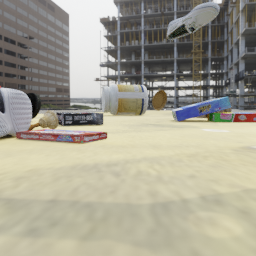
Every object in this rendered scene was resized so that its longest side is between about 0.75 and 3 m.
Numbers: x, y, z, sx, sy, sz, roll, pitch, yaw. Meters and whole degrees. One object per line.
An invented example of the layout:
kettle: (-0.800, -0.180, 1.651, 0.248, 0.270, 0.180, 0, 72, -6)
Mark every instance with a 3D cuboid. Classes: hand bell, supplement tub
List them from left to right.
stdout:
hand bell: (-1.985, -0.064, 6.151, 0.452, 0.452, 0.868, 2, 18, 28)
supplement tub: (-0.245, -1.775, 17.690, 2.684, 1.938, 1.938, 0, 4, -12)

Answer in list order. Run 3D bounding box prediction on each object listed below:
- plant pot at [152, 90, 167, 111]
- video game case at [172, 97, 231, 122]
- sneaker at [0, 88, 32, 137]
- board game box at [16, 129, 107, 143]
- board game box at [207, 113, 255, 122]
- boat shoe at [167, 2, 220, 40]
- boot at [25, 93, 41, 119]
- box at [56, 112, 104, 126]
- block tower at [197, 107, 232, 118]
plant pot: (4.360, -3.888, 39.172, 2.967, 2.967, 0.408, -4, 19, -43)
video game case: (2.701, -0.728, 10.683, 1.941, 0.441, 1.759, -15, 4, 5)
sneaker: (-2.797, -0.265, 4.249, 1.533, 1.016, 2.694, 1, -2, 15)
board game box: (-1.090, 0.118, 4.606, 1.345, 0.131, 0.692, 2, 6, 26)
board game box: (3.785, -0.390, 10.147, 1.555, 0.313, 1.189, 0, 4, 3)
boat shoe: (2.515, -4.049, 10.999, 0.842, 0.764, 2.288, 31, -27, -31)
boot: (-4.591, -0.742, 9.932, 2.605, 0.980, 1.947, -10, -8, 31)
box: (-1.497, -0.296, 8.484, 1.163, 0.367, 1.474, -2, 5, -22)
block tower: (3.873, -0.764, 13.435, 0.560, 0.599, 2.074, -3, 4, -42)
